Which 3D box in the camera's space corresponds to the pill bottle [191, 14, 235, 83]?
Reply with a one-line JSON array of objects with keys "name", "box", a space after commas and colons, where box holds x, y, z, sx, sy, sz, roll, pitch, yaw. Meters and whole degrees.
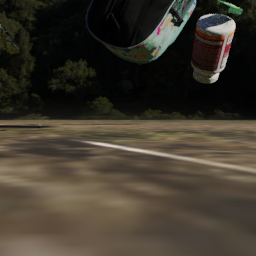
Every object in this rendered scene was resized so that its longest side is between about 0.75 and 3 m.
[{"name": "pill bottle", "box": [3.097, -2.895, 10.539, 1.322, 1.322, 2.340, 0, -42, 2]}]

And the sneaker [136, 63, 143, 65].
[{"name": "sneaker", "box": [0.520, -2.929, 9.619, 0.488, 1.469, 0.665, -5, 39, -31]}]

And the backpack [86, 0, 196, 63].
[{"name": "backpack", "box": [0.326, -2.983, 6.970, 2.333, 2.628, 1.978, 31, 1, 25]}]

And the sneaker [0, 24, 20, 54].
[{"name": "sneaker", "box": [-2.738, -1.986, 6.220, 0.291, 0.761, 0.287, -34, 26, -4]}]

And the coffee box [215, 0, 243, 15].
[{"name": "coffee box", "box": [3.391, -4.037, 9.401, 0.933, 0.205, 0.574, -15, 49, -44]}]
